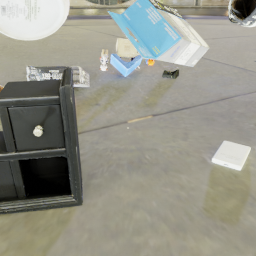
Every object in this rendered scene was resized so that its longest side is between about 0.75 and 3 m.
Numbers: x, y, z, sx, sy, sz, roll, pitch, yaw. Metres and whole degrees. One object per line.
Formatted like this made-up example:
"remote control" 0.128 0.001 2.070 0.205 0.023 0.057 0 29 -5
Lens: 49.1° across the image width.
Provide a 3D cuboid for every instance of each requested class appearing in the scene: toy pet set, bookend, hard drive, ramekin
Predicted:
"toy pet set" 0.041 -2.977 13.127 2.709 1.438 2.529 0 -9 -7
"bookend" -2.020 0.251 4.878 2.308 2.323 1.070 -4 27 -9
"hard drive" 2.438 0.623 6.581 0.643 0.130 0.975 16 31 29
"ramekin" -2.681 -3.431 7.292 2.423 2.423 1.272 -11 67 -20

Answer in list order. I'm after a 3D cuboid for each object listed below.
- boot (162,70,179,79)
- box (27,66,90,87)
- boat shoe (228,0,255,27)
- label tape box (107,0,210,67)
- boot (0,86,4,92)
"boot" 1.935 -2.457 12.583 0.617 0.311 0.826 12 29 23
"box" -2.418 -1.825 10.184 1.768 0.558 2.242 0 4 1
"boat shoe" 2.915 -2.978 6.705 0.890 1.089 2.949 -7 18 0
"label tape box" 0.588 -1.676 4.818 1.581 0.500 1.140 -8 58 -50
"boot" -5.327 -1.060 9.266 2.428 0.911 1.302 -7 22 -30
